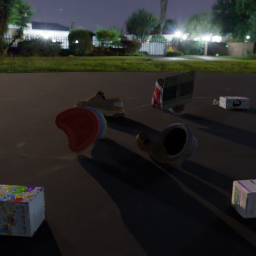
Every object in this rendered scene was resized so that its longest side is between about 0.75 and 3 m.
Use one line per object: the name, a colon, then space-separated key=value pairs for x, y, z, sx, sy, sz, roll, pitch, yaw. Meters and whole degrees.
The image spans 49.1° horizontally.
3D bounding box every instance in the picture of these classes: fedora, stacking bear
fedora: x=1.336 y=0.418 z=7.207 sx=0.524 sy=1.026 sz=1.161 roll=25 pitch=-17 yaw=-29
stacking bear: x=-1.164 y=-0.073 z=8.489 sx=1.130 sy=1.207 sz=1.987 roll=-31 pitch=-2 yaw=8

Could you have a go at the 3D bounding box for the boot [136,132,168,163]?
boot: x=0.601 y=0.559 z=7.286 sx=0.374 sy=1.015 sz=0.785 roll=-37 pitch=-12 yaw=-16

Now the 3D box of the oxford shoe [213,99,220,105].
oxford shoe: x=5.206 y=-1.428 z=15.268 sx=1.185 sy=0.342 sz=0.445 roll=-1 pitch=11 yaw=-12

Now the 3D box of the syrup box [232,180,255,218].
syrup box: x=2.435 y=1.170 z=4.776 sx=1.195 sy=0.471 sz=0.487 roll=-2 pitch=14 yaw=-7

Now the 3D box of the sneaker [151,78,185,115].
sneaker: x=1.874 y=-1.128 z=13.486 sx=0.891 sy=1.407 sz=2.502 roll=-2 pitch=44 yaw=-20

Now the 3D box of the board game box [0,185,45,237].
board game box: x=-1.906 y=1.241 z=4.307 sx=1.081 sy=0.567 sz=0.557 roll=2 pitch=14 yaw=5

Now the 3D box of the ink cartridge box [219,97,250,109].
ink cartridge box: x=5.471 y=-1.316 z=14.452 sx=1.232 sy=0.510 sz=0.898 roll=-1 pitch=14 yaw=-3

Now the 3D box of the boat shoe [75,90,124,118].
boat shoe: x=-1.314 y=-1.182 z=12.772 sx=2.830 sy=1.078 sz=1.014 roll=10 pitch=17 yaw=33

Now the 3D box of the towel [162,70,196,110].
towel: x=2.133 y=-1.614 z=11.916 sx=1.614 sy=1.554 sz=0.279 roll=-16 pitch=37 yaw=-23
